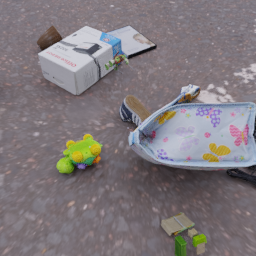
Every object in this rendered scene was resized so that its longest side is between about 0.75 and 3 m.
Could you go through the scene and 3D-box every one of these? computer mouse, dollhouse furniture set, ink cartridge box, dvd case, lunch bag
[{"bbox_3d":[3.558,0.826,8.392,1.314,0.431,1.872,14,60,11],"label":"computer mouse"},{"bbox_3d":[1.334,2.641,6.837,0.692,0.530,1.057,-12,20,-19],"label":"dollhouse furniture set"},{"bbox_3d":[-1.812,-2.759,11.101,1.965,1.134,2.709,29,54,24],"label":"ink cartridge box"},{"bbox_3d":[0.047,-4.014,12.888,1.579,0.194,2.213,-27,53,-22],"label":"dvd case"},{"bbox_3d":[1.449,0.194,7.245,2.845,2.413,1.809,-1,82,-1],"label":"lunch bag"}]

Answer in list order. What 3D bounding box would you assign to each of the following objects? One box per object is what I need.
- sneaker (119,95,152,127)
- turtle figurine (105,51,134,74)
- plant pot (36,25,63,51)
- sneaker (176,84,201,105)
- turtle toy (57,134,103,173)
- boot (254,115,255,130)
[{"bbox_3d":[0.345,-0.248,9.305,0.584,0.904,1.666,-36,87,-31],"label":"sneaker"},{"bbox_3d":[-0.287,-2.088,9.387,0.848,0.875,0.630,-27,36,-35],"label":"turtle figurine"},{"bbox_3d":[-3.467,-3.831,12.337,1.012,0.946,0.946,-36,56,-9],"label":"plant pot"},{"bbox_3d":[2.085,-1.213,10.234,1.263,0.476,0.557,-29,46,-35],"label":"sneaker"},{"bbox_3d":[-1.394,0.817,8.141,1.446,0.731,1.054,-22,28,-15],"label":"turtle toy"},{"bbox_3d":[4.366,-0.279,9.350,1.166,0.431,0.955,0,50,-10],"label":"boot"}]
